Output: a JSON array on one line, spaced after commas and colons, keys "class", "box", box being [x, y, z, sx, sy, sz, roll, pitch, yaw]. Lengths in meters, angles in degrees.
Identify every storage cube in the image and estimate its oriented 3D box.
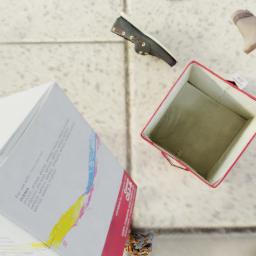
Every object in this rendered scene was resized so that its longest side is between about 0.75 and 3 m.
[{"class": "storage cube", "box": [1.814, -0.021, 7.115, 2.070, 2.177, 2.422, 35, 89, 10]}]

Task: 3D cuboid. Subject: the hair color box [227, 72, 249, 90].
[{"class": "hair color box", "box": [3.151, -1.177, 8.809, 1.171, 0.354, 0.586, -38, 74, -13]}]

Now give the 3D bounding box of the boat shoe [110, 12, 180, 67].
[{"class": "boat shoe", "box": [0.557, -2.749, 9.189, 2.516, 0.920, 0.788, 38, 102, 6]}]

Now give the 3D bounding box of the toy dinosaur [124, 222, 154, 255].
[{"class": "toy dinosaur", "box": [-0.698, 2.428, 7.044, 2.744, 1.402, 1.862, 14, 86, -19]}]

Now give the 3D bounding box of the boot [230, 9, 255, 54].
[{"class": "boot", "box": [3.017, -2.513, 7.146, 1.502, 0.528, 1.098, -29, 81, -44]}]

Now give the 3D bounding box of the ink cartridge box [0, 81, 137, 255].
[{"class": "ink cartridge box", "box": [-1.580, 1.128, 4.901, 2.172, 2.989, 2.162, -10, 42, 29]}]
